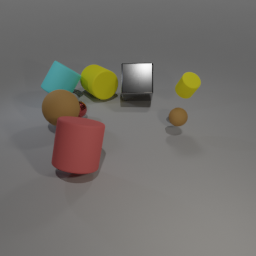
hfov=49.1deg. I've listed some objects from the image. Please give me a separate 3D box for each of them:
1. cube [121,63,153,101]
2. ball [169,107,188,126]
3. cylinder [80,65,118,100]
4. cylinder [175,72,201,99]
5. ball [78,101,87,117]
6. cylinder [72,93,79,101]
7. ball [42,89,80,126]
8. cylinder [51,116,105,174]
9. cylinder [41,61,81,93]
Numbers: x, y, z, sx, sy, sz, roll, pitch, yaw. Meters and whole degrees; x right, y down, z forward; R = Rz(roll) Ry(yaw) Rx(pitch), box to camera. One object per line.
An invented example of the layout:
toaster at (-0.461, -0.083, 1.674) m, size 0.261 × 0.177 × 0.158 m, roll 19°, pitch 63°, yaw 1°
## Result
cube at (0.425, -2.078, 12.888) m, size 1.400 × 1.400 × 1.400 m, roll 0°, pitch -8°, yaw 2°
ball at (1.849, -0.406, 10.329) m, size 0.700 × 0.700 × 0.700 m, roll 0°, pitch 30°, yaw 0°
cylinder at (-1.404, -2.238, 13.552) m, size 1.400 × 1.400 × 1.400 m, roll -18°, pitch 31°, yaw -28°
cylinder at (2.138, -1.522, 10.039) m, size 0.700 × 0.700 × 0.700 m, roll 7°, pitch 62°, yaw -13°
ball at (-2.051, -0.770, 11.617) m, size 0.700 × 0.700 × 0.700 m, roll 0°, pitch 30°, yaw 0°
cylinder at (-2.656, -1.245, 12.444) m, size 0.700 × 0.700 × 0.700 m, roll 13°, pitch 2°, yaw 22°
ball at (-2.523, -0.749, 10.560) m, size 1.400 × 1.400 × 1.400 m, roll 0°, pitch 30°, yaw 0°
cylinder at (-1.468, 0.468, 8.303) m, size 1.400 × 1.400 × 1.400 m, roll 10°, pitch 9°, yaw -2°
cylinder at (-3.134, -2.192, 13.141) m, size 1.400 × 1.400 × 1.400 m, roll 31°, pitch 6°, yaw -3°
